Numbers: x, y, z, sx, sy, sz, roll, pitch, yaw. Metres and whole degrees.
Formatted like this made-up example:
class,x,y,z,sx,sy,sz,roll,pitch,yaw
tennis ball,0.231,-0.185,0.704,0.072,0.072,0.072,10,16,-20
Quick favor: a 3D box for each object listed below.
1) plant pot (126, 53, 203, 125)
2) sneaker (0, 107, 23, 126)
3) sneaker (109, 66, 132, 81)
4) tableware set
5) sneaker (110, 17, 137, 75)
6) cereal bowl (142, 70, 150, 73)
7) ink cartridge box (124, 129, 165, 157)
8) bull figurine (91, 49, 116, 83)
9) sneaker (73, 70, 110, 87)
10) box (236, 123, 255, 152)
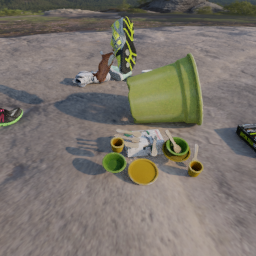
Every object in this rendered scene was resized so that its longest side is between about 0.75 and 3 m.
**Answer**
class,x,y,z,sx,sy,sz,roll,pitch,yaw
plant pot,1.389,-1.306,11.273,2.648,2.881,2.881,-10,28,7
sneaker,-5.188,-0.512,11.402,1.849,0.774,0.709,-22,36,-35
sneaker,-0.586,-3.428,16.845,1.081,0.674,1.832,-28,48,-32
tableware set,0.801,0.864,8.654,2.987,0.458,2.012,12,50,4
sneaker,-0.222,-3.081,10.732,0.833,2.181,0.822,-6,-10,37
cereal bowl,1.515,-2.954,15.927,1.486,0.619,1.486,-1,18,0
ink cartridge box,0.547,0.511,9.766,1.290,0.544,0.943,-5,29,-9
bull figurine,-0.926,-2.638,11.435,0.513,1.574,0.956,23,12,-38
sneaker,-2.050,-2.710,15.513,2.015,0.757,1.158,4,29,18
box,5.260,0.385,10.118,1.932,0.459,1.866,-5,31,-10
